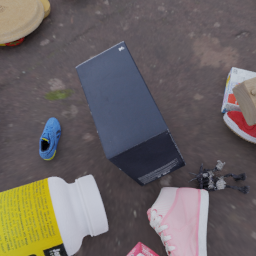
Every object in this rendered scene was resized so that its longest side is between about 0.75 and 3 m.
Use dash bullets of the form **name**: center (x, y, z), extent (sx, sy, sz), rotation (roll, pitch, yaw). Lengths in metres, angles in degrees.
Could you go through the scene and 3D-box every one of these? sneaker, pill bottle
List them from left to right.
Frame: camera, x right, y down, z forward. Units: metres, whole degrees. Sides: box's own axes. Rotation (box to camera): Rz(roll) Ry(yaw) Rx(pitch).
- **pill bottle**: center (-1.773, 1.783, 5.120), extent (2.636, 1.482, 1.482), rotation (-16, 61, -14)
- **sneaker**: center (-1.877, 0.182, 6.720), extent (0.382, 0.455, 1.160), rotation (0, 58, 3)
- **sneaker**: center (0.868, 2.148, 5.323), extent (1.178, 0.848, 2.254), rotation (11, 55, 5)
- **sneaker**: center (3.395, -0.121, 6.327), extent (2.211, 1.243, 0.788), rotation (29, 41, 16)

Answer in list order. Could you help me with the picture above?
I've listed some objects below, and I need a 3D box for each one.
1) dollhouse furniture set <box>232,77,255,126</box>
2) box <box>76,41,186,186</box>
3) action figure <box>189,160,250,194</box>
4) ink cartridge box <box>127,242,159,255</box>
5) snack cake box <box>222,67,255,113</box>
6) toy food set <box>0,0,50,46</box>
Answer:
- **dollhouse furniture set**: center (4.180, -0.245, 5.294), extent (2.632, 2.255, 2.767), rotation (-18, 81, -17)
- **box**: center (0.098, -0.210, 5.862), extent (1.159, 2.028, 2.227), rotation (-26, 59, 6)
- **action figure**: center (1.972, 1.083, 6.090), extent (1.209, 0.617, 0.719), rotation (7, 57, 1)
- **ink cartridge box**: center (0.087, 2.648, 4.246), extent (0.606, 1.436, 1.039), rotation (39, 99, -6)
- **snack cake box**: center (2.976, -0.933, 7.386), extent (0.736, 0.430, 1.280), rotation (16, 61, 7)
- **toy food set**: center (-3.898, -3.493, 8.789), extent (2.589, 0.636, 2.616), rotation (6, 59, 3)
